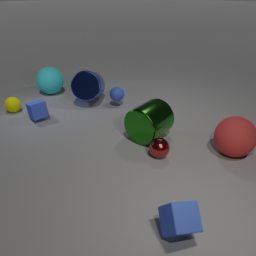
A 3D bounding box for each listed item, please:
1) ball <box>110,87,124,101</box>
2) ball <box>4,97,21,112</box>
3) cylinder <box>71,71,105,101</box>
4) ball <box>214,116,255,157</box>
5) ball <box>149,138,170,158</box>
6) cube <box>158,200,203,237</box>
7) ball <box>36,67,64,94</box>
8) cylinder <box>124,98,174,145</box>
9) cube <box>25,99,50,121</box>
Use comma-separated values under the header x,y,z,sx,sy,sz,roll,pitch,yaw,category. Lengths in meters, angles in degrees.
x,y,z,sx,sy,sz,roll,pitch,yaw,category
-0.524,-1.618,13.380,0.700,0.700,0.700,0,28,0,ball
-5.293,-1.072,12.845,0.700,0.700,0.700,0,28,0,ball
-1.903,-2.039,13.539,1.400,1.400,1.400,2,9,4,cylinder
3.656,0.293,9.543,1.400,1.400,1.400,0,28,0,ball
1.078,0.676,9.578,0.700,0.700,0.700,0,28,0,ball
1.194,2.099,6.473,0.700,0.700,0.700,2,66,-22,cube
-4.103,-2.502,14.744,1.400,1.400,1.400,0,28,0,ball
0.806,-0.252,10.572,1.400,1.400,1.400,21,35,33,cylinder
-3.929,-0.785,12.143,0.700,0.700,0.700,-23,24,-30,cube
